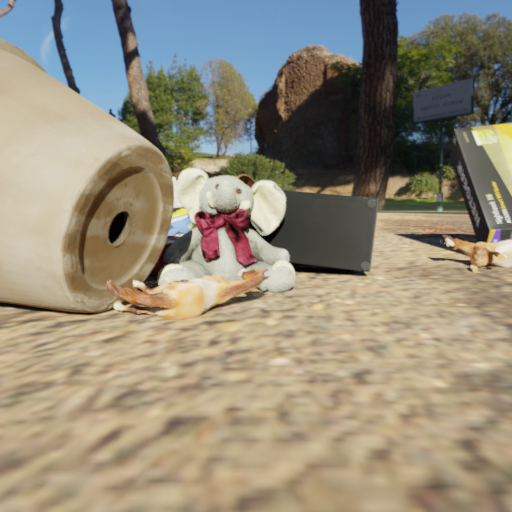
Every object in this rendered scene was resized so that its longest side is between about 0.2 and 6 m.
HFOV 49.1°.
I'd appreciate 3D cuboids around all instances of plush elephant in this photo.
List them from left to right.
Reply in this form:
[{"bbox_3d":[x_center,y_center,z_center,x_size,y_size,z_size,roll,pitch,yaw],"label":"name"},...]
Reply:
[{"bbox_3d":[-0.358,-0.363,6.835,1.525,1.433,1.851,0,6,-3],"label":"plush elephant"}]

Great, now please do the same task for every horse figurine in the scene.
[{"bbox_3d":[-0.663,0.341,5.222,0.975,0.367,1.472,4,7,34],"label":"horse figurine"},{"bbox_3d":[3.851,-0.027,8.436,1.884,0.470,1.248,-2,11,8],"label":"horse figurine"}]

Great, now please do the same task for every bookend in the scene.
[{"bbox_3d":[0.725,-0.386,8.591,2.176,1.002,2.163,7,1,13],"label":"bookend"}]

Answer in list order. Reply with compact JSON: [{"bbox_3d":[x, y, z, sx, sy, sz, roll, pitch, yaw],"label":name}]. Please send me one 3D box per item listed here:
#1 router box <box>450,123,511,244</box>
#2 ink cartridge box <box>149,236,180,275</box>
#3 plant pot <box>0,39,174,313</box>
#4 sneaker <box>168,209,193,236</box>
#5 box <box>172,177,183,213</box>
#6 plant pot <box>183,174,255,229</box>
[{"bbox_3d":[5.058,-1.315,10.282,2.315,0.769,2.945,-4,47,7],"label":"router box"},{"bbox_3d":[-1.449,-0.006,7.872,1.210,0.507,1.062,2,7,27],"label":"ink cartridge box"},{"bbox_3d":[-2.207,-0.588,5.397,2.381,2.744,2.744,20,13,19],"label":"plant pot"},{"bbox_3d":[-1.920,-0.254,9.951,1.778,0.731,0.657,-20,22,-13],"label":"sneaker"},{"bbox_3d":[-2.070,-0.482,8.178,2.370,0.459,0.491,-22,-4,32],"label":"box"},{"bbox_3d":[-0.933,-1.022,13.513,1.744,1.630,1.630,-6,3,28],"label":"plant pot"}]
